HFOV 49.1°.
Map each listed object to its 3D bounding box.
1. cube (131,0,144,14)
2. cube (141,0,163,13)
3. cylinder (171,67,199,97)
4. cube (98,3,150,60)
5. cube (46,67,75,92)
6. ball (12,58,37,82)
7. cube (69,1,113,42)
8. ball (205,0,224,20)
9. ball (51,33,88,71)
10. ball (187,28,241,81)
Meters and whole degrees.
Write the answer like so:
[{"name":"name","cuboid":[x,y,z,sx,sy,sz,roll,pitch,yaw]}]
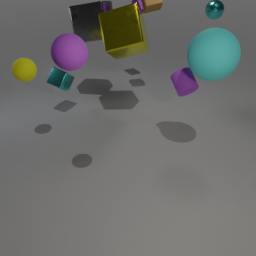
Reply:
[{"name":"cube","cuboid":[0.676,-5.802,13.051,0.700,0.700,0.700,-24,7,-16]},{"name":"cube","cuboid":[0.939,-5.135,11.212,0.700,0.700,0.700,-14,1,-1]},{"name":"cylinder","cuboid":[1.819,-1.475,9.019,0.700,0.700,0.700,-15,77,-23]},{"name":"cube","cuboid":[-0.100,-3.459,10.249,1.400,1.400,1.400,-11,-1,14]},{"name":"cube","cuboid":[-2.749,-1.973,11.439,0.700,0.700,0.700,24,2,18]},{"name":"ball","cuboid":[-3.105,-1.745,8.401,0.700,0.700,0.700,0,31,0]},{"name":"cube","cuboid":[-1.406,-4.377,11.540,1.400,1.400,1.400,-2,23,15]},{"name":"ball","cuboid":[3.285,-4.480,10.615,0.700,0.700,0.700,0,31,0]},{"name":"ball","cuboid":[-1.131,-1.460,5.404,0.700,0.700,0.700,0,31,0]},{"name":"ball","cuboid":[2.326,-1.998,7.652,1.400,1.400,1.400,0,31,0]}]
